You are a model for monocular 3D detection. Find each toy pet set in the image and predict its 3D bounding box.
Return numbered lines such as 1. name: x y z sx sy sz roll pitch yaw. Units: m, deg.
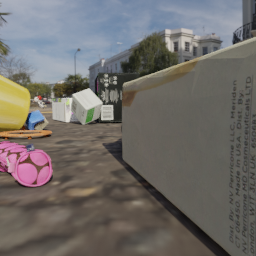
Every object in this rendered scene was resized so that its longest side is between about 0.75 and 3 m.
1. toy pet set: -2.651 -0.320 7.486 0.949 1.016 0.540 48 8 26

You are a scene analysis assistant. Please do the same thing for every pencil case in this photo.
1. pencil case: -1.079 0.318 2.719 0.395 0.383 0.843 -2 3 -40

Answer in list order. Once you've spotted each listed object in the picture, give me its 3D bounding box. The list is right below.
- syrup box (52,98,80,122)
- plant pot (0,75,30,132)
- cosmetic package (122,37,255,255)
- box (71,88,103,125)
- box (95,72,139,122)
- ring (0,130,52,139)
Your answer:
1. syrup box: -2.484 -0.777 11.865 0.955 0.987 2.424 -3 5 -27
2. plant pot: -3.397 -0.640 6.720 1.698 1.805 1.805 14 -6 -41
3. cosmetic package: 0.937 0.020 2.305 1.507 1.018 2.865 -1 5 -15
4. box: -1.450 -0.739 9.718 0.716 0.832 0.836 -28 64 -35
5. box: -0.527 -1.230 11.631 1.601 1.914 2.576 -1 5 -9
6. ring: -2.290 0.147 6.233 1.157 0.111 1.157 -1 5 0
